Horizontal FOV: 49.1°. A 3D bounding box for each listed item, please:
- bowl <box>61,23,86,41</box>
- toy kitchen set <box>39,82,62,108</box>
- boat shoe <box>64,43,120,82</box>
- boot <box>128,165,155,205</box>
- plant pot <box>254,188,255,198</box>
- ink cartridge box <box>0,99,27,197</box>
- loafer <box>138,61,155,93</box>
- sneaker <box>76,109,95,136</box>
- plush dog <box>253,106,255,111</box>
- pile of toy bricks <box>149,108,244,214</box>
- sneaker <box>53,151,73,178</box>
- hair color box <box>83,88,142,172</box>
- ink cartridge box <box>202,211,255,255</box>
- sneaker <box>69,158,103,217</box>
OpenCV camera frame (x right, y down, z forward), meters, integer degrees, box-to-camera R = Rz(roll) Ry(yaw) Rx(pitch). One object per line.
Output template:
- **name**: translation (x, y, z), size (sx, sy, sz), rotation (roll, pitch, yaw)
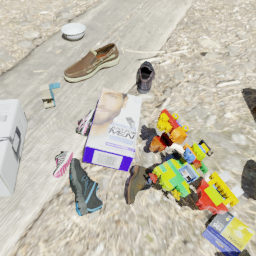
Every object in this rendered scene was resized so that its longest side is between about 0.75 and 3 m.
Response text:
- **bowl**: translation (-2.524, -4.443, 13.129), size (1.121, 0.504, 1.121), rotation (0, 47, 0)
- **toy kitchen set**: translation (-2.728, -1.399, 9.909), size (0.700, 0.951, 1.188), rotation (-14, 48, -11)
- **boat shoe**: translation (-1.476, -2.725, 11.176), size (2.557, 0.946, 0.944), rotation (-34, 55, -28)
- **boot**: translation (0.363, 1.511, 7.471), size (0.611, 0.471, 1.262), rotation (7, 45, 10)
- **plant pot**: translation (4.094, 1.531, 7.027), size (1.198, 1.309, 1.309), rotation (30, 53, 12)
- **ink cartridge box**: translation (-4.167, 0.549, 7.892), size (2.025, 1.162, 2.788), rotation (-4, 46, -4)
- **loafer**: translation (0.721, -2.117, 10.847), size (0.668, 0.586, 1.859), rotation (5, 47, 5)
- **sneaker**: translation (-1.407, -0.227, 9.167), size (0.459, 0.427, 1.063), rotation (10, 46, 11)
- **plush dog**: translation (5.424, -0.667, 9.068), size (1.935, 1.808, 2.253), rotation (9, 74, -10)
- **pile of toy bricks**: translation (1.250, 1.068, 7.133), size (1.432, 1.610, 2.901), rotation (-24, 64, -26)
- **sneaker**: translation (-1.948, 1.012, 8.028), size (0.436, 0.368, 0.997), rotation (11, 44, 12)
- **hair color box**: translation (-0.411, -0.030, 8.531), size (1.376, 0.816, 2.517), rotation (14, 45, -6)
- **ink cartridge box**: translation (2.402, 2.515, 6.698), size (0.907, 0.213, 0.896), rotation (-35, 56, -31)
- **sneaker**: translation (-1.162, 1.517, 7.455), size (0.682, 0.609, 1.665), rotation (-8, 55, -20)
